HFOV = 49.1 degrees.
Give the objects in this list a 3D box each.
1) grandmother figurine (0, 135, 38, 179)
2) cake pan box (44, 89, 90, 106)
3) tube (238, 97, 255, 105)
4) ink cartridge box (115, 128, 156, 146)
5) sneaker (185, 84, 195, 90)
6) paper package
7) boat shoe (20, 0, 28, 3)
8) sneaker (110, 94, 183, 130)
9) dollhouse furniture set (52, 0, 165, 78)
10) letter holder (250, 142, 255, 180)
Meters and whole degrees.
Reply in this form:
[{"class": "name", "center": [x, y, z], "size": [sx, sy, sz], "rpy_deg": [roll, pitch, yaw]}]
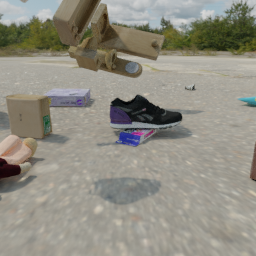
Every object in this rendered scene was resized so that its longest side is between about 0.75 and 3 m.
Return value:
[{"class": "grandmother figurine", "center": [-2.493, 0.680, 5.222], "size": [1.254, 0.626, 2.068], "rpy_deg": [-7, 15, 4]}, {"class": "cake pan box", "center": [-2.525, -1.320, 11.780], "size": [1.698, 0.482, 1.844], "rpy_deg": [2, 17, -2]}, {"class": "tube", "center": [5.728, -0.977, 10.504], "size": [1.128, 0.734, 2.914], "rpy_deg": [-3, 11, -40]}, {"class": "ink cartridge box", "center": [0.230, 0.157, 7.500], "size": [0.616, 0.241, 1.300], "rpy_deg": [9, 22, 27]}, {"class": "sneaker", "center": [3.284, -2.196, 14.857], "size": [0.441, 0.289, 0.767], "rpy_deg": [10, 22, 23]}, {"class": "paper package", "center": [-2.653, -0.337, 7.573], "size": [1.047, 1.099, 0.568], "rpy_deg": [5, 18, 17]}, {"class": "boat shoe", "center": [-2.559, -3.028, 4.945], "size": [2.102, 0.896, 0.777], "rpy_deg": [38, 24, -13]}, {"class": "sneaker", "center": [0.504, -0.464, 7.604], "size": [2.013, 0.881, 0.762], "rpy_deg": [-2, 17, -4]}, {"class": "dollhouse furniture set", "center": [-0.294, -3.044, 8.743], "size": [2.392, 2.791, 2.935], "rpy_deg": [16, -22, 11]}, {"class": "letter holder", "center": [3.322, 0.404, 4.556], "size": [1.055, 1.491, 2.098], "rpy_deg": [-13, 22, -36]}]
